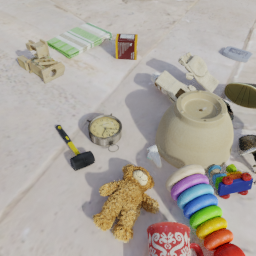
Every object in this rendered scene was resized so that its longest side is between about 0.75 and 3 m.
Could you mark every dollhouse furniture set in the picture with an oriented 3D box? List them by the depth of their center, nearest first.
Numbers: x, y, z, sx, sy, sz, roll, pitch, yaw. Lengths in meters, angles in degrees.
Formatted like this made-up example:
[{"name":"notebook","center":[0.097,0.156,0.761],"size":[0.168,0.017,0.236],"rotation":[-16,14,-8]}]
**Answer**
[{"name":"dollhouse furniture set","center":[-3.964,-3.353,12.382],"size":[2.074,1.834,1.153],"rotation":[34,54,28]}]

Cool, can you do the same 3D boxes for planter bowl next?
[{"name":"planter bowl","center":[2.256,-0.109,9.222],"size":[2.620,1.763,2.620],"rotation":[0,44,0]}]

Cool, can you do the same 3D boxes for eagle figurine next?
[{"name":"eagle figurine","center":[4.324,0.545,9.059],"size":[1.367,1.359,1.801],"rotation":[0,55,18]}]

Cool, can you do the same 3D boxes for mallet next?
[{"name":"mallet","center":[-2.027,0.612,9.486],"size":[0.754,0.471,2.289],"rotation":[-27,47,-31]}]

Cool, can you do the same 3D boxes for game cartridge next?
[{"name":"game cartridge","center":[5.373,-3.627,13.789],"size":[1.285,0.263,0.855],"rotation":[28,48,25]}]

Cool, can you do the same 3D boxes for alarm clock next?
[{"name":"alarm clock","center":[-0.733,0.226,9.719],"size":[1.177,0.581,1.745],"rotation":[-15,45,-15]}]

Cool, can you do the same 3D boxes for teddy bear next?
[{"name":"teddy bear","center":[-0.005,1.978,7.845],"size":[1.709,0.787,2.358],"rotation":[35,55,27]}]

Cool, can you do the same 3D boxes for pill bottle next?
[{"name":"pill bottle","center":[1.410,-1.955,11.891],"size":[0.566,0.566,0.990],"rotation":[-23,49,-21]}]

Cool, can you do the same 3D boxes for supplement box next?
[{"name":"supplement box","center":[-0.057,-3.914,13.513],"size":[1.028,1.014,0.682],"rotation":[3,45,3]}]

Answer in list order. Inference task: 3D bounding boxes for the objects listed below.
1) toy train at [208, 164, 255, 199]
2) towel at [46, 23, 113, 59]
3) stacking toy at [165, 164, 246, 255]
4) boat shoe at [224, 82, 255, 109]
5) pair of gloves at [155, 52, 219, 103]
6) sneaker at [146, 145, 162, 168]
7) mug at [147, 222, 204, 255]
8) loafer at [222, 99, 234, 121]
[{"name":"toy train","center":[3.367,1.460,8.492],"size":[1.687,0.714,0.976],"rotation":[-9,33,-9]},{"name":"towel","center":[-2.517,-4.626,14.736],"size":[2.160,0.444,2.896],"rotation":[34,56,32]},{"name":"stacking toy","center":[2.096,2.395,7.307],"size":[1.213,1.213,2.843],"rotation":[-16,54,-15]},{"name":"boat shoe","center":[5.148,-1.279,11.063],"size":[2.558,0.914,0.841],"rotation":[18,37,19]},{"name":"pair of gloves","center":[2.457,-1.888,11.222],"size":[2.293,0.402,1.950],"rotation":[-41,92,-18]},{"name":"sneaker","center":[0.839,0.975,9.202],"size":[0.415,0.353,0.938],"rotation":[-15,39,2]},{"name":"mug","center":[1.134,3.165,6.493],"size":[1.431,1.076,1.612],"rotation":[2,49,4]},{"name":"loafer","center":[3.847,-0.787,10.873],"size":[0.411,0.360,1.145],"rotation":[-5,45,-5]}]
